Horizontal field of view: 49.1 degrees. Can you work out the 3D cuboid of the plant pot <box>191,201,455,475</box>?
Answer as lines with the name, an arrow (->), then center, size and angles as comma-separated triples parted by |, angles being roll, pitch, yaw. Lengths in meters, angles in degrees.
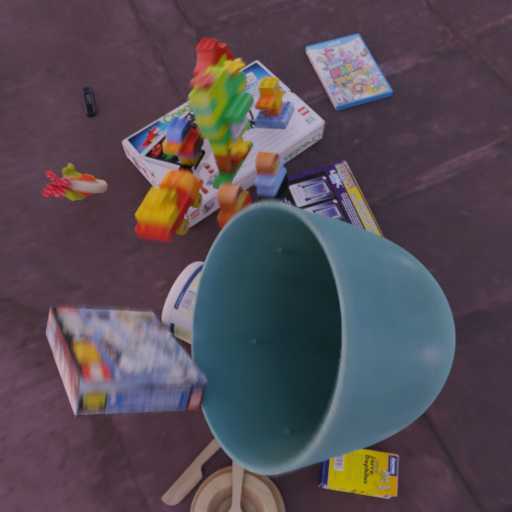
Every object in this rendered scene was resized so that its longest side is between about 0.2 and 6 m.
plant pot -> 1.025, 1.053, 7.435 | 2.585, 3.221, 3.221 | 6, 59, -33

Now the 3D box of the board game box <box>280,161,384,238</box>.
board game box -> 1.286, -0.661, 10.810 | 1.751, 0.601, 2.119 | -16, 65, -10

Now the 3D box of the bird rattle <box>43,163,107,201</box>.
bird rattle -> -3.353, -1.390, 10.524 | 1.047, 1.285, 0.724 | 5, 94, -7

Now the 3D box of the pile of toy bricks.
pile of toy bricks -> -0.613, -2.279, 9.522 | 2.344, 2.086, 4.225 | 8, 54, 20

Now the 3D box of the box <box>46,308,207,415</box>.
box -> -1.969, 1.433, 8.102 | 1.692, 2.472, 0.493 | 7, 103, -30

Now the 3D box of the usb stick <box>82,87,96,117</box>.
usb stick -> -3.716, -3.420, 12.446 | 0.223, 0.131, 0.804 | -17, 65, -1

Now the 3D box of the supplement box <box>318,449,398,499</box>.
supplement box -> 1.589, 3.378, 8.783 | 1.133, 0.616, 0.620 | 8, 64, 4

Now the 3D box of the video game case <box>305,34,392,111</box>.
video game case -> 2.101, -4.239, 12.829 | 1.366, 0.170, 1.909 | -17, 65, -8

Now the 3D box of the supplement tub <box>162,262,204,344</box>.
supplement tub -> -0.485, 1.053, 9.514 | 1.887, 1.368, 1.368 | 25, 66, 11

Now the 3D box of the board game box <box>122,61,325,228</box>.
board game box -> -0.648, -2.432, 11.670 | 3.572, 0.618, 2.255 | -36, 69, -16

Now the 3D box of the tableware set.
tableware set -> -0.900, 4.541, 8.176 | 2.178, 0.660, 3.294 | 39, 70, 18
